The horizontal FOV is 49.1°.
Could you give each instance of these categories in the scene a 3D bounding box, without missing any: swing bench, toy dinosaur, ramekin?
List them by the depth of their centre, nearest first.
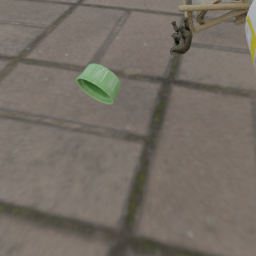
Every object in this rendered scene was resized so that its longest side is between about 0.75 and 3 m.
[{"bbox_3d":[-0.535,-0.844,5.331,0.821,0.821,0.401,24,74,23],"label":"ramekin"},{"bbox_3d":[1.196,-1.929,6.050,0.503,0.668,1.307,-17,44,27],"label":"toy dinosaur"},{"bbox_3d":[2.202,-3.591,7.014,1.901,1.234,1.891,-7,72,17],"label":"swing bench"}]

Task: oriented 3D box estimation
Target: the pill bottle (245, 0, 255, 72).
[{"bbox_3d":[2.486,-1.367,3.961,1.460,1.460,2.606,9,40,9],"label":"pill bottle"}]
